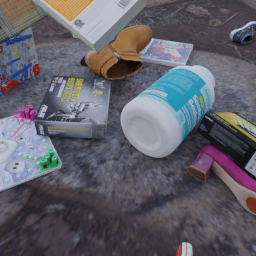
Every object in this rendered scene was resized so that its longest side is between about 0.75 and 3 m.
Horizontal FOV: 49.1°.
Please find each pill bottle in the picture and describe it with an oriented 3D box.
[{"bbox_3d":[1.268,-0.645,7.612,1.628,1.628,2.940,27,49,27],"label":"pill bottle"}]

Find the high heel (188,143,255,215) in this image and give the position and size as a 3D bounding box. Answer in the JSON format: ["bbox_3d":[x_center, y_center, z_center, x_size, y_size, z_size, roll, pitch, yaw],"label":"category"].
[{"bbox_3d":[2.665,1.076,6.289,2.456,0.828,1.181,30,57,31],"label":"high heel"}]

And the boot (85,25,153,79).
[{"bbox_3d":[0.035,-2.601,9.861,2.949,1.087,2.281,-32,33,-9],"label":"boot"}]

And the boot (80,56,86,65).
[{"bbox_3d":[-1.358,-2.695,10.905,1.030,0.499,0.385,-31,79,2],"label":"boot"}]

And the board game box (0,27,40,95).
[{"bbox_3d":[-4.074,-2.380,9.049,0.639,2.288,2.240,26,49,22],"label":"board game box"}]

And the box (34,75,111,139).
[{"bbox_3d":[-1.519,-0.705,8.361,1.901,0.580,2.400,3,40,0],"label":"box"}]

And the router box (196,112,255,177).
[{"bbox_3d":[3.019,0.400,6.782,1.718,0.571,2.185,-4,36,-42],"label":"router box"}]

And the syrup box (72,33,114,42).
[{"bbox_3d":[-1.556,-4.297,12.332,1.793,0.730,0.706,20,45,20],"label":"syrup box"}]

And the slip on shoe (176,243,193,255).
[{"bbox_3d":[0.410,2.808,4.441,0.725,0.878,2.370,21,51,27],"label":"slip on shoe"}]

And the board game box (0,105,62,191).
[{"bbox_3d":[-3.378,0.522,7.296,2.594,0.336,2.593,-20,45,-21],"label":"board game box"}]

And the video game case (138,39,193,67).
[{"bbox_3d":[1.510,-3.074,11.352,1.961,0.225,1.787,14,44,14],"label":"video game case"}]

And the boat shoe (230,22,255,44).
[{"bbox_3d":[5.318,-4.132,12.310,1.634,0.578,0.742,-28,49,-18],"label":"boat shoe"}]

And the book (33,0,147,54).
[{"bbox_3d":[-0.944,-2.855,6.084,2.290,0.550,1.530,42,85,19],"label":"book"}]

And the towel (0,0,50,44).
[{"bbox_3d":[-2.737,-3.484,6.974,2.482,1.820,0.269,-36,31,-8],"label":"towel"}]
